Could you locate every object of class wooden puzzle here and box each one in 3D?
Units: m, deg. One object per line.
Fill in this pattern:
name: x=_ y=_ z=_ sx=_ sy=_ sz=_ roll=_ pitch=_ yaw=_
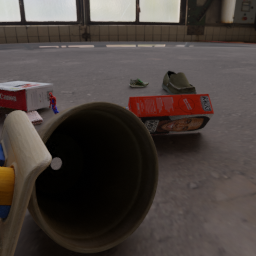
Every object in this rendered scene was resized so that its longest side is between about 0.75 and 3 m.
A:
wooden puzzle: x=-1.960 y=1.046 z=3.997 sx=0.551 sy=2.378 sz=2.203 roll=18 pitch=9 yaw=-33

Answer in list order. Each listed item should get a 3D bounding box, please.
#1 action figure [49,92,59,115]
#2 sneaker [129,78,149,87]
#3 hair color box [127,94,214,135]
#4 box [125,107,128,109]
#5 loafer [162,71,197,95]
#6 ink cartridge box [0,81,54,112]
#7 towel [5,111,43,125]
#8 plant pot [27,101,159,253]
action figure: x=-2.707 y=-0.792 z=10.199 sx=0.342 sy=1.046 sz=0.270 roll=14 pitch=31 yaw=41
sneaker: x=0.612 y=-2.556 z=15.603 sx=1.129 sy=0.500 sz=0.434 roll=-4 pitch=22 yaw=-11
hair color box: x=1.247 y=-0.399 z=8.835 sx=2.505 sy=1.271 sz=0.767 roll=-4 pitch=63 yaw=-7
box: x=0.024 y=-0.652 z=11.116 sx=1.091 sy=0.218 sz=0.747 roll=-8 pitch=23 yaw=-19
loafer: x=2.475 y=-2.269 z=14.138 sx=1.107 sy=1.025 sz=2.944 roll=-7 pitch=22 yaw=-17
ink cartridge box: x=-4.559 y=-1.334 z=11.590 sx=2.248 sy=0.942 sz=1.973 roll=10 pitch=19 yaw=31
towel: x=-3.868 y=-0.355 z=10.396 sx=1.184 sy=0.200 sz=1.240 roll=-11 pitch=25 yaw=-26
plant pot: x=-0.952 y=0.765 z=5.204 sx=2.362 sy=2.362 sz=2.050 roll=-16 pitch=9 yaw=-35
